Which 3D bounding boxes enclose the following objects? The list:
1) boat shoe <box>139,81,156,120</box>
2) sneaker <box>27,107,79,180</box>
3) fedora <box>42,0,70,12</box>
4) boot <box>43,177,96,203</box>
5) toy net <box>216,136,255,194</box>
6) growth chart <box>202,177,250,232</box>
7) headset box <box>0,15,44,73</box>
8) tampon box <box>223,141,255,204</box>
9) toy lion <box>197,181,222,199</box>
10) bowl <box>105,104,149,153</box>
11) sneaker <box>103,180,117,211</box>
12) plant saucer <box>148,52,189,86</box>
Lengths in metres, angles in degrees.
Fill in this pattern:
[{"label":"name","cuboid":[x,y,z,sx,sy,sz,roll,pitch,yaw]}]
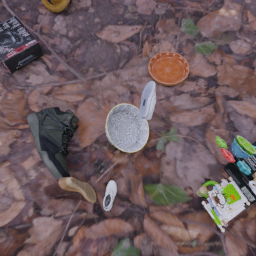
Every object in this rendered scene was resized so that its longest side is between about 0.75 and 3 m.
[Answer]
[{"label":"boat shoe","cuboid":[0.722,-0.911,9.439,0.488,0.433,1.326,7,77,51]},{"label":"sneaker","cuboid":[-2.389,0.408,9.994,1.699,1.134,2.966,-25,61,-5]},{"label":"fedora","cuboid":[-3.245,-6.556,13.312,2.083,0.850,2.083,5,102,26]},{"label":"boot","cuboid":[-1.920,2.178,9.392,1.241,1.492,0.540,-24,38,26]},{"label":"toy net","cuboid":[3.142,1.036,7.173,1.229,0.452,2.343,24,31,-30]},{"label":"growth chart","cuboid":[3.212,2.428,9.235,1.719,0.152,1.244,-28,68,-29]},{"label":"headset box","cuboid":[-4.906,-3.568,12.098,1.682,0.873,2.260,-37,70,-16]},{"label":"tampon box","cuboid":[4.713,1.236,9.462,2.140,1.351,1.604,-29,67,-13]},{"label":"toy lion","cuboid":[3.102,2.267,9.555,1.083,0.388,1.130,-33,68,-23]},{"label":"bowl","cuboid":[-0.192,0.069,10.174,1.771,0.831,1.771,9,74,-31]},{"label":"sneaker","cuboid":[-0.598,2.268,9.508,0.382,0.370,1.045,7,64,3]},{"label":"plant saucer","cuboid":[1.720,-2.505,11.915,1.720,0.278,1.720,0,63,0]}]
